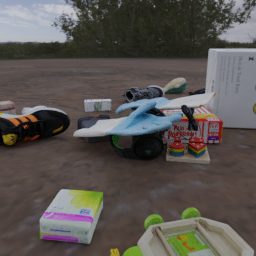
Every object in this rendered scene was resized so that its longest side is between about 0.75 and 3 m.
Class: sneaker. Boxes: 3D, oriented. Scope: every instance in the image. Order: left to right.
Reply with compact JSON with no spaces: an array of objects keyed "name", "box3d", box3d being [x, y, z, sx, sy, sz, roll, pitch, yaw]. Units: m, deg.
[{"name":"sneaker","box3d":[-2.574,0.089,6.805,2.286,0.800,1.029,-3,30,-6]},{"name":"sneaker","box3d":[0.586,-1.359,11.611,1.738,0.656,0.989,2,17,26]}]

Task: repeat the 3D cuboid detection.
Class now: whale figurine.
[{"name":"whale figurine","box3d":[2.284,-1.960,13.810,1.313,0.681,1.044,-29,20,-10]}]

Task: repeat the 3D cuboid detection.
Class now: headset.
[{"name":"headset","box3d":[0.463,-0.012,5.945,2.042,0.959,1.261,-5,43,31]}]

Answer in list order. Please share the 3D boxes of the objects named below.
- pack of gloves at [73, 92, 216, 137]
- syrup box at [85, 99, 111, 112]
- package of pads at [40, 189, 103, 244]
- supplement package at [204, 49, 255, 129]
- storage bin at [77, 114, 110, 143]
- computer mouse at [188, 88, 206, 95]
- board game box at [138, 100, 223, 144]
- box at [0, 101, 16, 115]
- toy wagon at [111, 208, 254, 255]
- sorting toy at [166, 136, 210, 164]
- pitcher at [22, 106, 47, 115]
[{"name":"pack of gloves","box3d":[0.306,-0.478,6.284,2.608,0.515,2.191,-3,23,41]},{"name":"syrup box","box3d":[-1.096,-0.829,10.249,0.961,0.378,0.391,-2,17,-6]},{"name":"package of pads","box3d":[-0.752,1.172,3.819,0.678,0.299,0.878,3,16,6]},{"name":"supplement package","box3d":[3.988,-1.290,8.597,2.894,2.196,2.180,3,17,9]},{"name":"storage bin","box3d":[-0.784,0.015,7.195,0.889,0.647,0.597,-8,29,-24]},{"name":"computer mouse","box3d":[3.399,-1.664,13.330,0.920,0.242,0.637,-19,23,-20]},{"name":"board game box","box3d":[1.284,-0.249,7.947,1.958,0.598,2.584,0,17,-1]},{"name":"box","box3d":[-4.252,-0.582,9.259,0.883,0.481,0.565,-15,22,-40]},{"name":"toy wagon","box3d":[0.563,1.392,3.094,1.536,0.304,1.192,-5,17,-15]},{"name":"sorting toy","box3d":[1.313,0.442,6.183,0.899,0.313,0.893,3,17,9]},{"name":"pitcher","box3d":[-2.761,-0.418,8.816,0.885,0.537,0.759,5,-1,31]}]
